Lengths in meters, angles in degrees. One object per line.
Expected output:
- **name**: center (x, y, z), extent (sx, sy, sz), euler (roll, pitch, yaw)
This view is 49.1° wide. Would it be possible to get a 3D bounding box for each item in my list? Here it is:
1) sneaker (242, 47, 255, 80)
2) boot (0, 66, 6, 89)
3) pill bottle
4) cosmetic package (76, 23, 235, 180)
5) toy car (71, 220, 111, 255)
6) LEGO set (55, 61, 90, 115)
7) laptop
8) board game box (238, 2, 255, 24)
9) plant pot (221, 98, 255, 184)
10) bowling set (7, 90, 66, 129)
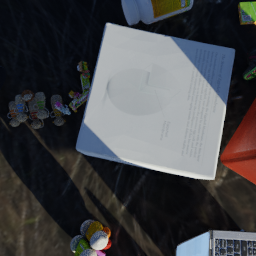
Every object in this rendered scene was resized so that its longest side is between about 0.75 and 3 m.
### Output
- **sneaker**: center (3.226, -1.730, 7.126), extent (0.493, 0.451, 1.176), euler (30, 83, 31)
- **boot**: center (-3.837, -0.840, 6.912), extent (0.901, 0.694, 1.859), euler (27, 80, 22)
- **pill bottle**: center (0.713, -3.186, 7.051), extent (1.642, 0.912, 0.912), euler (-20, 81, -4)
- **cosmetic package**: center (0.589, -0.472, 6.222), extent (2.714, 1.668, 2.705), euler (12, 81, 2)
- **toy car**: center (-0.761, 2.614, 6.266), extent (0.729, 0.851, 0.972), euler (38, 80, -31)
- **LEGO set**: center (-1.157, -0.990, 6.815), extent (0.678, 0.549, 1.474), euler (27, 73, -8)
- **laptop**: center (1.965, 3.214, 4.914), extent (2.619, 1.518, 2.452), euler (3, 82, 0)
- **board game box**: center (3.555, -3.065, 7.419), extent (1.183, 0.177, 0.565), euler (-3, 82, 2)
- **plant pot**: center (4.040, 0.221, 5.778), extent (2.672, 2.355, 2.670), euler (33, 82, 5)
- **bowling set**: center (-2.297, -0.405, 6.596), extent (1.450, 1.009, 0.778), euler (-9, 82, 2)
